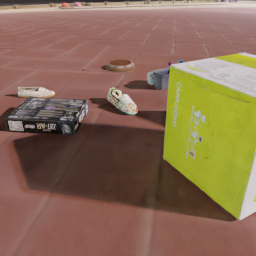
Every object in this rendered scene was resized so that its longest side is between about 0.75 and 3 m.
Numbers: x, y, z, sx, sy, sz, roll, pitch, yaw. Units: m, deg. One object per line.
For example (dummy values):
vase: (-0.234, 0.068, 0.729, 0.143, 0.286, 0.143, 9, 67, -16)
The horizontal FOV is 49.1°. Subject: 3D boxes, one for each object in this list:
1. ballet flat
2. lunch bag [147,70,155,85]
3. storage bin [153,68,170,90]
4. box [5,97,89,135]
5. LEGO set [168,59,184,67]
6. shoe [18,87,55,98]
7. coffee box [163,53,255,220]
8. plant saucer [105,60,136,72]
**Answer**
ballet flat: (-0.275, -1.094, 10.891, 0.718, 0.607, 1.899, -14, 32, -32)
lunch bag: (1.306, -2.409, 13.347, 0.786, 0.630, 0.303, -21, 29, -23)
storage bin: (1.759, -2.227, 12.819, 1.165, 0.783, 0.848, -20, 34, -31)
box: (-2.746, -0.471, 9.825, 2.338, 0.509, 1.873, 3, 28, 5)
LEGO set: (2.694, -2.703, 13.872, 0.790, 0.849, 2.070, -28, 31, 13)
shoe: (-3.905, -1.521, 11.881, 1.574, 0.420, 0.550, 0, 28, 0)
coffee box: (2.733, -0.080, 6.732, 2.698, 2.724, 2.728, -15, 32, -26)
plant saucer: (-0.426, -3.540, 15.772, 1.724, 0.315, 1.724, -1, 28, 0)
